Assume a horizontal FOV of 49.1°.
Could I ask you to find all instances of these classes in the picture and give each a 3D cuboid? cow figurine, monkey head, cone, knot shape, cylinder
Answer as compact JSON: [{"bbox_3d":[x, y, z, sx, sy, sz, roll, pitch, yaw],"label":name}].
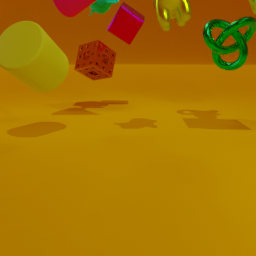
[{"bbox_3d":[0.841,-2.987,5.989,0.885,1.587,1.612,-14,11,10],"label":"cow figurine"},{"bbox_3d":[-0.913,-3.786,8.547,1.201,0.724,0.864,-8,46,36],"label":"monkey head"},{"bbox_3d":[-0.948,-3.688,7.267,1.530,1.524,1.524,11,17,24],"label":"cone"},{"bbox_3d":[3.105,-2.640,8.264,1.532,1.637,0.756,-35,20,13],"label":"knot shape"},{"bbox_3d":[-2.123,-1.568,6.333,1.176,1.176,1.176,4,-16,17],"label":"cylinder"}]

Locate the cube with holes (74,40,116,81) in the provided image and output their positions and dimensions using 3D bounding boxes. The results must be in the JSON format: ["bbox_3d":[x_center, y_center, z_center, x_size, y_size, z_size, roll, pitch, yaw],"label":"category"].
[{"bbox_3d":[-1.217,-2.506,10.523,1.015,1.015,1.015,-1,-17,39],"label":"cube with holes"}]

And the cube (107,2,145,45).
[{"bbox_3d":[-0.056,-3.763,10.065,0.962,0.962,0.962,30,30,-13],"label":"cube"}]

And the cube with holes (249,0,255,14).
[{"bbox_3d":[3.146,-3.106,5.796,1.177,1.177,1.177,-26,27,22],"label":"cube with holes"}]
